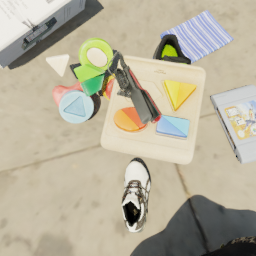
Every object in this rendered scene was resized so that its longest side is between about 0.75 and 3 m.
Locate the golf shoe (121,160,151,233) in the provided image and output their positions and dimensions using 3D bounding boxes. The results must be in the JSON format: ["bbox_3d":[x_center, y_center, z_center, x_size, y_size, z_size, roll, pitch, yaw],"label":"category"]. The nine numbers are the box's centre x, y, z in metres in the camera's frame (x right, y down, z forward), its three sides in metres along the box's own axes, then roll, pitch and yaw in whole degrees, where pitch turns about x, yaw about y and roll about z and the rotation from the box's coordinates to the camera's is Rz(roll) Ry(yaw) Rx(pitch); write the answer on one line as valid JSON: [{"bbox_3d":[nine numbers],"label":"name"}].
[{"bbox_3d":[0.175,1.421,6.043,0.615,0.748,1.583,-5,68,8],"label":"golf shoe"}]

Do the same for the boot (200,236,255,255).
[{"bbox_3d":[1.277,2.796,5.016,2.201,2.923,1.070,1,55,-39],"label":"boot"}]

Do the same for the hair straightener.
[{"bbox_3d":[0.052,-0.883,5.921,0.694,0.369,1.803,-8,69,-46],"label":"hair straightener"}]

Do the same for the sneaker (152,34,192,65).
[{"bbox_3d":[1.040,-1.147,6.849,0.969,1.133,2.734,-2,63,-3],"label":"sneaker"}]

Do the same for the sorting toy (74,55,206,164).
[{"bbox_3d":[0.109,-0.537,6.183,2.959,0.435,2.187,11,82,6],"label":"sorting toy"}]

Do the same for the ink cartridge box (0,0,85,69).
[{"bbox_3d":[-2.856,-3.303,7.087,2.933,1.232,2.134,-41,95,-12],"label":"ink cartridge box"}]

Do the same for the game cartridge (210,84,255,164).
[{"bbox_3d":[2.976,-0.168,6.860,1.277,0.398,1.918,-18,63,3],"label":"game cartridge"}]

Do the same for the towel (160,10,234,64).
[{"bbox_3d":[1.961,-2.618,8.060,1.777,0.212,1.286,-30,71,-11],"label":"towel"}]

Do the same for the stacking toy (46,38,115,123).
[{"bbox_3d":[-0.884,-1.046,6.565,1.930,1.747,0.815,-22,31,-5],"label":"stacking toy"}]
